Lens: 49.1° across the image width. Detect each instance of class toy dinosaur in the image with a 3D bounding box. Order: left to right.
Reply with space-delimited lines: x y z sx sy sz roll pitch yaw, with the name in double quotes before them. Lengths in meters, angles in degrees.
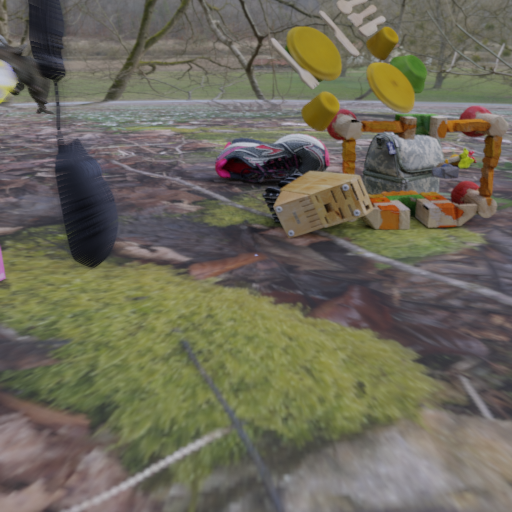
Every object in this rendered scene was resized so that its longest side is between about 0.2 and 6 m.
"toy dinosaur" -3.718 -2.968 9.412 0.648 0.861 1.684 -7 -16 15

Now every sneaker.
"sneaker" 0.429 -2.463 15.135 3.165 1.276 1.182 0 34 22

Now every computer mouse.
"computer mouse" -1.463 -1.050 4.593 0.414 2.432 0.713 -7 24 -8

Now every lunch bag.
"lunch bag" 3.572 -2.243 13.622 1.928 1.617 1.343 -14 23 -34

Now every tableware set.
"tableware set" 1.849 -3.452 10.496 3.708 2.498 0.569 -43 2 -40

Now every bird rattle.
"bird rattle" 6.440 -3.101 17.746 0.930 0.643 1.141 -10 11 24

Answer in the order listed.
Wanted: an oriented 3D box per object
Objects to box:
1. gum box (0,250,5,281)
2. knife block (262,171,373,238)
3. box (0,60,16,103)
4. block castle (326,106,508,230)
"gum box" -4.551 -0.020 8.489 1.453 0.825 0.481 5 20 14
"knife block" 1.178 -1.238 11.057 2.294 0.734 2.014 -17 24 26
"box" -5.059 -3.046 9.578 0.583 1.414 2.410 -10 41 13
"block castle" 3.176 -1.861 11.519 3.411 2.280 1.600 -2 19 -3
